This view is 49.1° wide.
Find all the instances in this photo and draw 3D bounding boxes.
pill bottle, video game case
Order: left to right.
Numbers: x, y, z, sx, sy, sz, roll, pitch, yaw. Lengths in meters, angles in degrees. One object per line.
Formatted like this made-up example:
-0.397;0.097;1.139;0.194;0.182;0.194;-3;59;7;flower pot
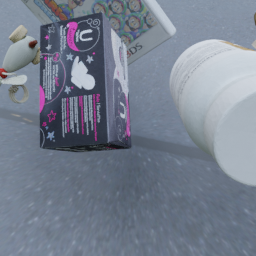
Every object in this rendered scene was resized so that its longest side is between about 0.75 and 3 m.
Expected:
-0.845;-2.628;6.268;2.727;2.995;0.355;-22;28;46;video game case
1.492;-0.394;4.080;1.510;1.510;2.641;1;23;1;pill bottle

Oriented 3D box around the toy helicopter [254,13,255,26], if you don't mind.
3.411;-1.961;6.240;2.248;1.486;0.887;22;65;-35;toy helicopter

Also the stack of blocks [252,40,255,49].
2.469;-1.583;3.971;0.721;1.252;0.367;-21;66;-39;stack of blocks

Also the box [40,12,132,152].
-0.641;-0.628;4.734;1.141;1.314;1.989;-4;82;16;box

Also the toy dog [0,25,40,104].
-2.454;-1.408;6.099;1.156;1.753;0.844;20;-5;-32;toy dog
